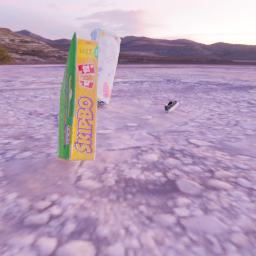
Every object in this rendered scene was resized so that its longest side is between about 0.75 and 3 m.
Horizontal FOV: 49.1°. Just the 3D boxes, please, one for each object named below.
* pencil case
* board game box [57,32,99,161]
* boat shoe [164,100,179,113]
[{"bbox_3d":[-1.127,-2.287,10.747,1.194,2.873,1.303,6,-9,43],"label":"pencil case"},{"bbox_3d":[-0.838,-0.222,4.269,0.439,1.397,2.925,2,-6,-13],"label":"board game box"},{"bbox_3d":[1.550,-0.822,9.970,0.311,0.256,0.905,-18,15,37],"label":"boat shoe"}]
